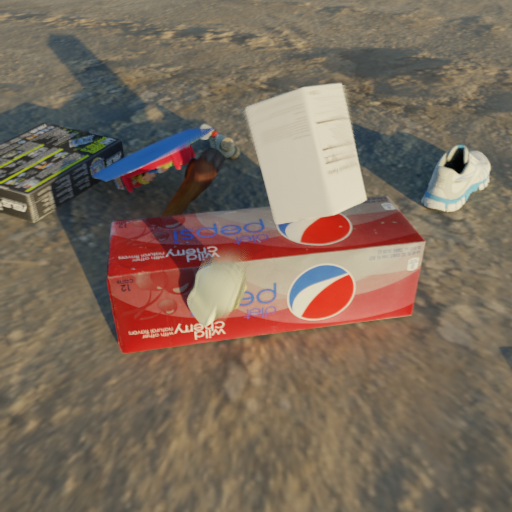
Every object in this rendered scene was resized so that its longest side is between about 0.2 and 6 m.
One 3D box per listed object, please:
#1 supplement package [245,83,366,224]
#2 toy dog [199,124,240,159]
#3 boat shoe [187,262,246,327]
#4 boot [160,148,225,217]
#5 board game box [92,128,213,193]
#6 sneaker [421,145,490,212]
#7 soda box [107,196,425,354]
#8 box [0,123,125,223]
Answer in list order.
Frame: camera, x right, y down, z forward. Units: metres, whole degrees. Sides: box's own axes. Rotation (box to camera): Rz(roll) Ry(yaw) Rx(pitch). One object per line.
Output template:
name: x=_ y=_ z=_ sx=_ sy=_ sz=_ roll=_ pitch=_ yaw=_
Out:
supplement package: x=0.732 y=-1.441 z=7.981 sx=1.043 sy=1.721 sz=1.031 roll=-6 pitch=13 yaw=40
toy dog: x=-0.977 y=-2.674 z=13.632 sx=0.614 sy=0.840 sz=1.274 roll=-51 pitch=43 yaw=-1
boat shoe: x=-0.433 y=0.415 z=6.972 sx=0.498 sy=1.665 sz=0.595 roll=-32 pitch=82 yaw=-26
boot: x=-1.432 y=-1.086 z=11.084 sx=1.875 sy=0.642 sz=1.765 roll=-59 pitch=20 yaw=-20
board game box: x=-2.078 y=-1.887 z=11.668 sx=2.387 sy=0.588 sz=3.022 roll=-30 pitch=21 yaw=-16
sneaker: x=4.469 y=-1.922 z=12.086 sx=0.979 sy=1.132 sz=2.611 roll=20 pitch=38 yaw=28
soda box: x=0.111 y=0.216 z=8.706 sx=4.586 sy=1.454 sz=1.605 roll=-6 pitch=34 yaw=-8
box: x=-4.848 y=-1.975 z=12.532 sx=2.450 sy=0.677 sz=3.058 roll=16 pitch=38 yaw=20
